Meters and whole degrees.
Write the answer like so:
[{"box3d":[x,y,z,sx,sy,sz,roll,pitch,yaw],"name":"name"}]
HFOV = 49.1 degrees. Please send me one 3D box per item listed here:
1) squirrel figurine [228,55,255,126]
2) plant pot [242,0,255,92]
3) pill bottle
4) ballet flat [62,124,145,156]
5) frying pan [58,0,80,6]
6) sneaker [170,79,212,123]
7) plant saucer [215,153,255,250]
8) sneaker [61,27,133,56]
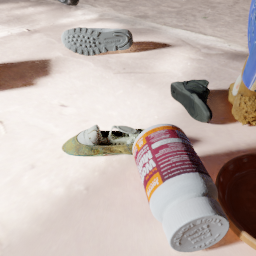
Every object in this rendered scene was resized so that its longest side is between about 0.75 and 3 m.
[{"box3d":[3.940,-0.751,7.656,1.962,1.488,2.103,16,53,4],"name":"squirrel figurine"},{"box3d":[3.525,-1.815,5.283,2.430,2.430,2.185,13,84,17],"name":"plant pot"},{"box3d":[0.888,1.004,5.208,1.218,1.218,2.222,-7,38,-9],"name":"pill bottle"},{"box3d":[-0.510,0.251,6.615,2.163,0.765,0.765,2,37,2],"name":"ballet flat"},{"box3d":[-1.605,-3.864,7.562,0.415,1.544,2.552,-42,55,-16],"name":"frying pan"},{"box3d":[2.085,-0.885,8.082,1.105,0.737,1.929,-16,34,-10],"name":"sneaker"},{"box3d":[2.906,1.437,5.317,2.492,0.402,2.492,1,37,-1],"name":"plant saucer"},{"box3d":[-1.275,-3.671,11.672,2.915,1.114,1.173,0,27,-9],"name":"sneaker"}]
